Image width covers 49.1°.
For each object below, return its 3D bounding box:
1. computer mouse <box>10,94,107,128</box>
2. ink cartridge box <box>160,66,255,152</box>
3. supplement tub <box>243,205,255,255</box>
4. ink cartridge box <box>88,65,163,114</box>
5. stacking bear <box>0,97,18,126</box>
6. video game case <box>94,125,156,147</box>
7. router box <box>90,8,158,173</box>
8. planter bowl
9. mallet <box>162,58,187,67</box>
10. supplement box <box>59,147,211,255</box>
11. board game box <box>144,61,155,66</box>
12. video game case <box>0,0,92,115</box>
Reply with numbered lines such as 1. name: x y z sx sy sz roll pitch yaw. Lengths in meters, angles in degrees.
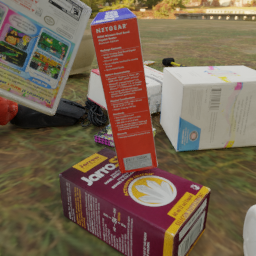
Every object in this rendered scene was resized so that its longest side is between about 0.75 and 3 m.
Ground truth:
1. computer mouse: -2.232 -0.653 8.839 2.938 0.774 2.034 -6 27 -12
2. ink cartridge box: 2.477 -0.622 7.610 2.793 1.795 1.749 -3 25 -9
3. supplement tub: 2.491 1.639 3.791 1.574 1.038 1.038 3 26 8
4. ink cartridge box: 0.250 -1.277 9.311 2.548 1.055 1.867 -17 38 -43
5. stacking bear: -4.377 -0.480 7.663 2.585 1.470 1.570 -9 27 -18
6. video game case: -0.063 0.197 7.693 1.311 0.235 1.189 14 29 26
7. router box: -0.067 -0.848 4.994 0.614 2.255 2.513 -10 25 1
8. planter bowl: -2.601 -3.402 13.277 2.410 1.622 2.410 -12 18 4
9. mallet: 2.823 -3.359 15.014 2.101 0.432 0.692 28 33 36
10. supplement box: 0.060 1.255 4.665 2.204 0.944 1.216 18 31 33
11. board game box: 1.125 -3.677 15.887 0.461 0.145 0.966 21 30 35
12. video game case: -1.960 -1.635 4.567 2.399 2.183 0.284 23 -11 -33
